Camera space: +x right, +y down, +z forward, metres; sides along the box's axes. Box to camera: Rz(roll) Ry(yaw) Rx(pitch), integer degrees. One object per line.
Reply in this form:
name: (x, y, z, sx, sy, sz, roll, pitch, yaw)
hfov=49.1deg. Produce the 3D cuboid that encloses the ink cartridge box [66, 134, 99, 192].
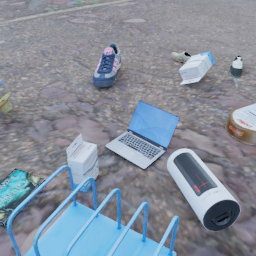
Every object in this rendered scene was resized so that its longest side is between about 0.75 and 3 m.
ink cartridge box: (-1.022, 0.812, 6.476, 0.398, 1.194, 0.692, 13, 38, 17)

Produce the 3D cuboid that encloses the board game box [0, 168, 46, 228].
board game box: (-2.649, 1.524, 6.342, 0.923, 0.192, 1.364, 14, 38, 19)

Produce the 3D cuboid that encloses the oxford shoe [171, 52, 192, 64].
oxford shoe: (2.522, -3.280, 12.776, 0.494, 0.515, 1.396, -26, 43, -32)

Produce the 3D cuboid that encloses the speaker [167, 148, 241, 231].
speaker: (1.524, 1.235, 5.979, 0.789, 0.789, 1.944, -7, 27, -10)

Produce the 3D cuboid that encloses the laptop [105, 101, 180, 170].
laptop: (0.370, 0.136, 7.691, 1.432, 0.886, 1.529, 27, 43, 33)

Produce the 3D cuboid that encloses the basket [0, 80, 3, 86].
basket: (-4.985, -1.472, 10.005, 1.000, 0.696, 0.882, -42, 46, -3)

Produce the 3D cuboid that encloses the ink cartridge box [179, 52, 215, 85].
ink cartridge box: (2.661, -2.370, 11.063, 0.889, 0.512, 1.536, -3, 35, 46)

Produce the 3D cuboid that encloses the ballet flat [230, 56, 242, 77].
ballet flat: (4.651, -2.700, 11.971, 0.510, 0.513, 1.499, 12, 38, 13)

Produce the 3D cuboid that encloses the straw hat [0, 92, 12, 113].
straw hat: (-3.985, -0.702, 9.080, 0.949, 0.402, 0.949, -32, 29, 21)

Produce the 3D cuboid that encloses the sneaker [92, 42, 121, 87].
sneaker: (-0.879, -2.600, 11.313, 0.946, 1.106, 2.697, 4, 36, 5)

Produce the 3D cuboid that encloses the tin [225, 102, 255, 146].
tin: (4.252, -0.253, 8.585, 2.673, 0.560, 1.497, -16, 35, -21)

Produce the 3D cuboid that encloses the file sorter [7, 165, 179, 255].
file sorter: (-0.529, 1.907, 4.672, 2.379, 1.460, 1.651, 20, 41, 23)
